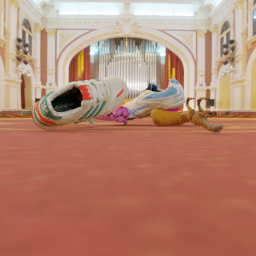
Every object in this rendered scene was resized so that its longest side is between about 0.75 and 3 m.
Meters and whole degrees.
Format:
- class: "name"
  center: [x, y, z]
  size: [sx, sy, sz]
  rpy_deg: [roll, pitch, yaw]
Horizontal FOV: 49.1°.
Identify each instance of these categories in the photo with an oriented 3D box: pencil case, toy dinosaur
- class: "pencil case"
  center: [-0.548, -0.477, 9.239]
  size: [0.632, 0.612, 1.350]
  rpy_deg: [-21, 20, -36]
- class: "toy dinosaur"
  center: [1.202, -0.244, 5.197]
  size: [0.388, 0.682, 1.285]
  rpy_deg: [-9, 20, -22]

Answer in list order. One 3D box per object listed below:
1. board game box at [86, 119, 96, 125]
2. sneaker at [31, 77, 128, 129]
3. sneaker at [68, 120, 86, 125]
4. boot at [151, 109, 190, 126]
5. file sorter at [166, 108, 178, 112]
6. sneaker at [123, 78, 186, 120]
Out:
- class: "board game box"
  center: [-1.350, -0.495, 8.081]
  size: [0.795, 0.218, 1.260]
  rpy_deg: [44, -5, -17]
- class: "sneaker"
  center: [-0.862, -0.655, 6.275]
  size: [2.466, 0.868, 1.153]
  rpy_deg: [-21, 1, -29]
- class: "sneaker"
  center: [-1.877, -0.266, 9.865]
  size: [1.057, 0.410, 0.421]
  rpy_deg: [-13, -30, -30]
- class: "boot"
  center: [1.431, -0.380, 8.512]
  size: [1.072, 0.527, 1.497]
  rpy_deg: [-12, -12, 29]
- class: "file sorter"
  center: [1.295, -0.783, 10.128]
  size: [0.619, 0.686, 0.987]
  rpy_deg: [24, -21, 34]
- class: "sneaker"
  center: [0.588, -0.867, 9.301]
  size: [2.768, 1.003, 0.995]
  rpy_deg: [-16, 0, 35]
